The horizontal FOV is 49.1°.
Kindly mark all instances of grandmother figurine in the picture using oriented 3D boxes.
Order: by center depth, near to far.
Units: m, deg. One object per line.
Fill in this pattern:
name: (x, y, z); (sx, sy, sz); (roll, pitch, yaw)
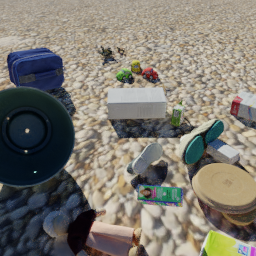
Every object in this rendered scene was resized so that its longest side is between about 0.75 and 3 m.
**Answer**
grandmother figurine: (-0.932, 2.613, 7.080); (2.487, 0.753, 1.508); (9, 29, 9)

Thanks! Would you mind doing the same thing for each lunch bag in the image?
lunch bag: (-4.404, -2.808, 13.870); (2.659, 1.807, 1.759); (-21, 41, -29)

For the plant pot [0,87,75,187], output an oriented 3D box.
plant pot: (-3.295, 0.187, 9.059); (2.951, 2.951, 1.977); (-11, 9, -16)

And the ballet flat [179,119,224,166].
ballet flat: (2.453, 0.468, 10.086); (0.989, 0.989, 2.847); (28, 40, 34)

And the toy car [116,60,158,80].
toy car: (0.303, -3.166, 15.521); (2.107, 0.499, 2.239); (-20, 39, -27)

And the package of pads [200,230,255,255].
package of pads: (2.192, 3.275, 6.202); (1.362, 0.601, 1.763); (15, 38, 21)

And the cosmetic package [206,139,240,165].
cosmetic package: (3.335, 0.855, 9.860); (0.556, 0.400, 0.986); (-22, 42, -28)

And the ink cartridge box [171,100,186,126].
ink cartridge box: (2.204, -0.654, 11.715); (0.378, 0.737, 0.997); (20, 40, 26)

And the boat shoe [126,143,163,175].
boat shoe: (0.565, 1.019, 9.435); (0.530, 0.625, 1.717); (-27, 7, 45)

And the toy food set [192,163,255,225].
toy food set: (2.960, 1.809, 8.397); (2.049, 0.498, 2.028); (21, 40, 27)

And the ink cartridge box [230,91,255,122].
ink cartridge box: (5.420, -0.882, 12.108); (1.583, 0.656, 1.154); (26, 42, 32)

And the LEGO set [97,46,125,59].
LEGO set: (-1.155, -4.821, 18.038); (2.023, 0.573, 1.314); (-3, 35, -27)

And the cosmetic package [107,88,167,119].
cosmetic package: (0.361, -1.077, 12.166); (2.445, 0.871, 1.240); (-1, 38, -1)

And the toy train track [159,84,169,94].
toy train track: (1.802, -1.928, 14.091); (0.513, 0.145, 0.894); (5, 40, -6)

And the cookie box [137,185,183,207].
cookie box: (0.808, 1.658, 6.787); (1.020, 0.872, 0.383); (0, 68, 14)
